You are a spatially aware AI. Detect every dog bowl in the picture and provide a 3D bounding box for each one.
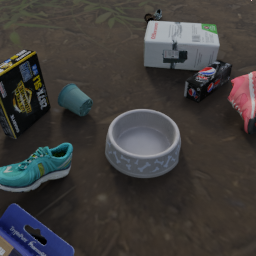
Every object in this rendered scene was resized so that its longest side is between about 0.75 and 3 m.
[{"bbox_3d":[0.443,0.321,8.027,2.276,0.667,2.276,1,43,-1],"label":"dog bowl"}]

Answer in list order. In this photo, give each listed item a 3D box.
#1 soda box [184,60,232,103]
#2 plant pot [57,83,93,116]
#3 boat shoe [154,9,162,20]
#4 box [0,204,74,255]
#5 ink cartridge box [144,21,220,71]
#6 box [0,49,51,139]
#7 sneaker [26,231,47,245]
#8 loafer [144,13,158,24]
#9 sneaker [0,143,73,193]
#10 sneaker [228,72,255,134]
[{"bbox_3d":[2.933,-1.734,10.176,2.055,0.727,0.651,-34,49,-31],"label":"soda box"},{"bbox_3d":[-1.688,-0.878,9.233,0.870,0.889,0.889,33,52,21],"label":"plant pot"},{"bbox_3d":[1.497,-6.024,15.061,0.463,0.393,1.272,17,46,18],"label":"boat shoe"},{"bbox_3d":[-2.379,2.863,4.614,1.763,0.472,2.911,25,72,25],"label":"box"},{"bbox_3d":[2.169,-3.462,11.696,2.878,1.196,2.110,7,43,7],"label":"ink cartridge box"},{"bbox_3d":[-3.221,-1.007,8.368,0.527,2.135,1.705,17,45,19],"label":"box"},{"bbox_3d":[-1.377,2.674,5.204,2.491,1.032,0.893,19,46,19],"label":"sneaker"},{"bbox_3d":[1.190,-5.518,14.293,0.514,0.526,1.441,17,29,-41],"label":"loafer"},{"bbox_3d":[-2.211,0.845,6.725,0.854,0.878,2.204,34,26,23],"label":"sneaker"},{"bbox_3d":[3.694,-0.757,8.937,0.959,0.814,2.210,-5,58,31],"label":"sneaker"}]
